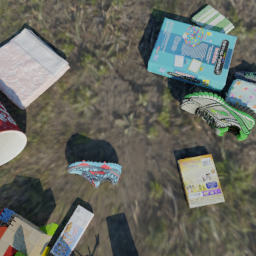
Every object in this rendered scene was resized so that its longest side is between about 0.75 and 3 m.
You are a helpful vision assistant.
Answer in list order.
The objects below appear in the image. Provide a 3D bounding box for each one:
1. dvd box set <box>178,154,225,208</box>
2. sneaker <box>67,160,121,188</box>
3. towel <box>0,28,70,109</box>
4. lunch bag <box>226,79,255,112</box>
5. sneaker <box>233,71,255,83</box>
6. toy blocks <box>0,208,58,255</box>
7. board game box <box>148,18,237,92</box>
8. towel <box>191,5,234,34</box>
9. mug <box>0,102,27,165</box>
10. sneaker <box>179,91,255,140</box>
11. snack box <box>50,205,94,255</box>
[{"bbox_3d":[2.312,1.685,8.958,1.135,0.228,1.551,-10,70,-4],"label":"dvd box set"},{"bbox_3d":[-1.081,1.462,8.806,1.723,0.683,0.823,2,71,1],"label":"sneaker"},{"bbox_3d":[-3.840,-2.271,10.329,2.547,0.411,2.432,41,75,14],"label":"towel"},{"bbox_3d":[4.115,-1.014,9.793,1.383,0.533,1.109,21,74,8],"label":"lunch bag"},{"bbox_3d":[4.502,-1.916,10.112,1.271,0.556,0.473,10,70,3],"label":"sneaker"},{"bbox_3d":[-3.519,3.517,7.872,1.839,1.344,2.690,22,70,20],"label":"toy blocks"},{"bbox_3d":[2.356,-2.728,10.355,2.771,0.650,2.092,18,71,7],"label":"board game box"},{"bbox_3d":[3.388,-4.191,11.171,1.094,0.168,1.434,-40,74,-14],"label":"towel"},{"bbox_3d":[-4.896,-0.236,8.707,2.414,1.815,2.720,-17,61,-44],"label":"mug"},{"bbox_3d":[2.938,-0.413,9.322,2.576,1.005,1.097,21,71,7],"label":"sneaker"},{"bbox_3d":[-1.667,3.152,8.435,0.554,0.187,1.541,28,72,10],"label":"snack box"}]
